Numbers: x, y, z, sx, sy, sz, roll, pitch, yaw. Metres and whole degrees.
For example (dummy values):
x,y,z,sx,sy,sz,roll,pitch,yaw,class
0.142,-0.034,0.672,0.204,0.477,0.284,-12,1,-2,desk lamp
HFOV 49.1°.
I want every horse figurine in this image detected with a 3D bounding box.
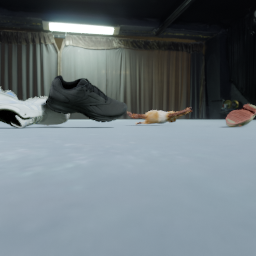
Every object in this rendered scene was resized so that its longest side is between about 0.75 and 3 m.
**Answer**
x,y,z,sx,sy,sz,roll,pitch,yaw,class
1.147,-0.416,10.744,2.259,0.564,1.497,-1,-5,-17,horse figurine

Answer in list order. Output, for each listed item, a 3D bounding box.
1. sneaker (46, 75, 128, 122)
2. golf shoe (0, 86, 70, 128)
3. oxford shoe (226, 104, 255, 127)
x,y,z,sx,sy,sz,roll,pitch,yaw,class
-1.116,-0.858,8.062,2.364,1.073,0.898,9,30,-15,sneaker
-2.876,-0.326,8.080,2.586,1.013,1.257,10,37,-32,golf shoe
3.681,-0.254,9.084,1.666,0.615,0.590,-20,42,-36,oxford shoe
